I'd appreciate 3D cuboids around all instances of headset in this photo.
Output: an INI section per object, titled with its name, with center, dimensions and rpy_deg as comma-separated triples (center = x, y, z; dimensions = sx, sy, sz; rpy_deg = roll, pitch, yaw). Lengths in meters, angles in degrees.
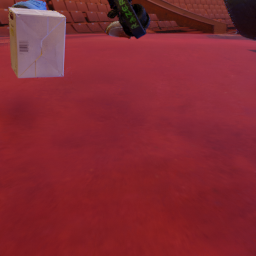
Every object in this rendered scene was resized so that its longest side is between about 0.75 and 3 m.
[headset]
center = -0.172, -3.376, 8.068
dimensions = 1.221, 1.605, 2.599
rpy_deg = -27, 27, 15

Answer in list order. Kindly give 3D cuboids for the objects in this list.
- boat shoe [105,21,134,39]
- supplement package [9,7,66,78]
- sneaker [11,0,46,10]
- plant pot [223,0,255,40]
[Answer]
[boat shoe]
center = -0.062, -3.152, 9.123
dimensions = 1.469, 0.526, 0.559
rpy_deg = -23, 72, -36
[supplement package]
center = -1.424, -1.324, 4.389
dimensions = 0.734, 0.942, 0.522
rpy_deg = -8, 32, -30
[sneaker]
center = -2.638, -3.233, 7.643
dimensions = 0.736, 0.876, 2.234
rpy_deg = 27, 3, -19
[plant pot]
center = 2.021, -1.938, 3.602
dimensions = 1.410, 2.094, 2.094
rpy_deg = -19, 9, 35
